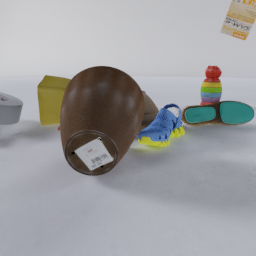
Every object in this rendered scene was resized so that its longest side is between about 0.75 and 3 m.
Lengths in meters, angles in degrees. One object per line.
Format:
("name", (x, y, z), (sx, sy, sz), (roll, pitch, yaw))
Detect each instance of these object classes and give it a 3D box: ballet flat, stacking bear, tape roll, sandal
("ballet flat", (3.418, -0.531, 11.056), (2.905, 0.985, 1.051), (-6, 1, -6))
("stacking bear", (4.662, -2.331, 15.483), (1.260, 2.216, 1.346), (-4, 14, -13))
("tape roll", (-5.490, -0.906, 11.073), (2.455, 0.811, 2.455), (16, 11, -3))
("sandal", (1.047, -0.117, 8.668), (0.987, 1.081, 2.483), (9, 17, 25))

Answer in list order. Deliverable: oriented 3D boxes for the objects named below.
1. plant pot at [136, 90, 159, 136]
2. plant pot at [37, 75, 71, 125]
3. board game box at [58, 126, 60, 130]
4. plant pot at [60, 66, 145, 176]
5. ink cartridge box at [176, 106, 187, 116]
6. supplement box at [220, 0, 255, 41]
("plant pot", (-0.113, -0.686, 10.410), (2.985, 1.378, 2.985), (-1, 12, 0))
("plant pot", (-2.580, -1.126, 11.227), (1.649, 1.602, 1.612), (1, 26, -5))
("board game box", (-2.155, -0.004, 10.311), (0.800, 0.078, 0.412), (-2, 12, -9))
("plant pot", (-0.685, -0.039, 6.659), (2.245, 2.245, 2.402), (0, 29, 1))
("ink cartridge box", (2.730, -0.755, 12.772), (0.707, 0.406, 0.973), (11, 17, 39))
("supplement box", (2.959, -2.952, 7.248), (0.754, 1.196, 0.440), (23, 61, 13))
